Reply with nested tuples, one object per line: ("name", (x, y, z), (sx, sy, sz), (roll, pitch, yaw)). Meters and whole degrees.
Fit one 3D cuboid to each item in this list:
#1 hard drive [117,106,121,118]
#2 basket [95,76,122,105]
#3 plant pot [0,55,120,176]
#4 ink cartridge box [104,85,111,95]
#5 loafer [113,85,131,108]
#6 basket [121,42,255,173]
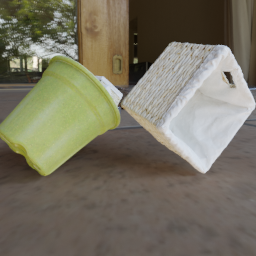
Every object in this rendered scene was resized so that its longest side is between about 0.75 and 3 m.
("hard drive", (-1.733, -0.624, 10.240), (2.476, 0.468, 1.730), (8, 11, 34))
("basket", (-1.108, -1.333, 11.426), (1.032, 0.939, 1.522), (8, -18, 36))
("plant pot", (-1.102, -0.081, 4.227), (1.484, 1.484, 1.364), (12, 53, 49))
("ink cartridge box", (-1.561, -0.852, 8.567), (1.785, 0.757, 1.300), (5, 26, 23))
("loafer", (-0.311, -1.426, 12.837), (2.893, 1.056, 1.027), (-1, 9, -13))
("basket", (0.934, -0.366, 4.313), (1.426, 1.439, 1.158), (41, -4, -41))
